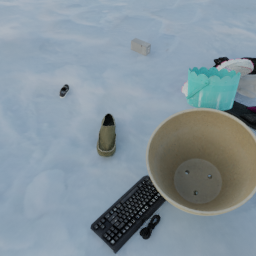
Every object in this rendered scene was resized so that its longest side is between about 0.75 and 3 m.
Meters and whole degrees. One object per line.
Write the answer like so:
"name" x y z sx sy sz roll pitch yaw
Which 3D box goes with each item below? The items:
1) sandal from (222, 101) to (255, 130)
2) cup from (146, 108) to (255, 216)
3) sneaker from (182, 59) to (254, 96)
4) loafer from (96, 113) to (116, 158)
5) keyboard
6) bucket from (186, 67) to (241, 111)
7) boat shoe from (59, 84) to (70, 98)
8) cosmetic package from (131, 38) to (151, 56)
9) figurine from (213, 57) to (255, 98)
"sandal" 4.618 -0.481 10.256 2.536 0.607 0.953 27 52 24
"cup" 1.924 1.135 7.537 2.756 1.971 2.756 -4 60 6
"sneaker" 3.556 -1.624 10.793 2.768 1.126 1.221 -27 69 14
"loafer" -0.740 0.205 9.567 0.694 0.643 1.846 -2 46 -2
"keyboard" 0.242 2.353 7.746 1.401 0.299 2.333 34 56 29
"bucket" 2.431 -1.173 8.168 1.546 1.006 1.546 3 21 -1
"boat shoe" -2.638 -1.581 11.574 0.307 0.251 0.831 8 47 8
"cosmetic package" 0.618 -3.979 13.717 0.973 0.519 0.439 27 51 26
"figurine" 4.500 -2.266 11.915 2.153 0.950 2.206 13 47 23
